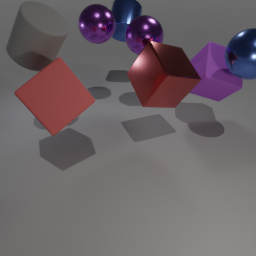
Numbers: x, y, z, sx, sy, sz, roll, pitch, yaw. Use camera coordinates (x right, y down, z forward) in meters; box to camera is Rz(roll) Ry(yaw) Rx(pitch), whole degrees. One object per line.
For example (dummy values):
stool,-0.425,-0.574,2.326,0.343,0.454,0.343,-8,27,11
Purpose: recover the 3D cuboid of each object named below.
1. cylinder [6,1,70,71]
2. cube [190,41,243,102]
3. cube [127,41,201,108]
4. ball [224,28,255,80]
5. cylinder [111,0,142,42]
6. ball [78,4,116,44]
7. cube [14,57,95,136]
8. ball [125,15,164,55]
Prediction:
cylinder,-2.606,-2.613,8.076,1.400,1.400,1.400,24,41,-23
cube,3.106,-1.965,10.038,1.400,1.400,1.400,15,73,-12
cube,1.061,-1.581,8.600,1.400,1.400,1.400,-1,56,-37
ball,3.444,-2.060,7.864,1.400,1.400,1.400,0,31,0
cylinder,-0.142,-4.893,12.701,1.400,1.400,1.400,7,73,11
ball,-1.150,-3.869,10.456,1.400,1.400,1.400,0,31,0
cube,-1.923,-0.846,7.474,1.400,1.400,1.400,-41,16,-6
ball,0.592,-3.330,10.139,1.400,1.400,1.400,0,31,0
